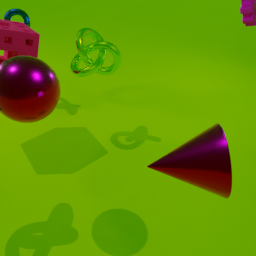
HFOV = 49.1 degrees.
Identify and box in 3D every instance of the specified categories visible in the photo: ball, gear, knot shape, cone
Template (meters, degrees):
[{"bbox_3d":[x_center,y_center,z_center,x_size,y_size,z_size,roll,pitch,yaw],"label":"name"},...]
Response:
[{"bbox_3d":[-1.632,-0.614,4.500,1.070,1.070,1.070,0,39,0],"label":"ball"},{"bbox_3d":[3.411,-3.616,7.655,0.285,1.542,1.542,9,37,34],"label":"gear"},{"bbox_3d":[-3.261,-2.872,8.444,0.542,1.173,1.097,-35,7,-38],"label":"knot shape"},{"bbox_3d":[0.646,0.410,3.236,0.854,0.851,0.851,-6,39,6],"label":"cone"},{"bbox_3d":[-0.777,-1.824,7.148,1.255,1.341,0.620,16,-4,-2],"label":"knot shape"}]

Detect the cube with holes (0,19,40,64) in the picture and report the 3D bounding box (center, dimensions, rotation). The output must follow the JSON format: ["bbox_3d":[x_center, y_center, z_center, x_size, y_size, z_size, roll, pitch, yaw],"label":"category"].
[{"bbox_3d":[-3.036,-1.785,6.653,1.340,1.340,1.340,-4,30,-36],"label":"cube with holes"}]
